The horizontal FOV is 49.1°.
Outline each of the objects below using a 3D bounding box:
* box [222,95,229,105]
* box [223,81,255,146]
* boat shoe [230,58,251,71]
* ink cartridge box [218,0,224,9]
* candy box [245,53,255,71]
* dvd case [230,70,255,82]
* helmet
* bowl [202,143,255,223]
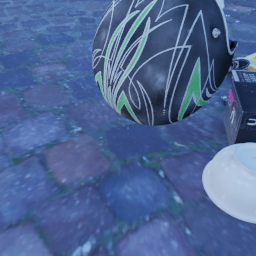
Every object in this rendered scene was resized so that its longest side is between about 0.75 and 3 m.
[{"bbox_3d":[3.642,-0.765,9.227,0.661,0.177,1.091,-14,42,-17],"label":"box"},{"bbox_3d":[4.133,-0.245,7.572,2.634,1.397,1.610,4,38,6],"label":"box"},{"bbox_3d":[4.139,-2.483,11.033,1.455,0.522,0.493,-3,13,0],"label":"boat shoe"},{"bbox_3d":[1.535,-3.865,8.219,2.346,1.359,0.782,-17,14,-14],"label":"ink cartridge box"},{"bbox_3d":[5.515,-2.838,11.821,1.778,0.235,0.909,-25,47,-28],"label":"candy box"},{"bbox_3d":[4.956,-1.647,10.292,2.077,0.257,1.561,5,38,6],"label":"dvd case"},{"bbox_3d":[0.623,-1.416,5.506,2.826,2.826,2.694,23,18,26],"label":"helmet"},{"bbox_3d":[2.828,1.001,6.372,2.109,0.948,2.109,0,38,0],"label":"bowl"}]
